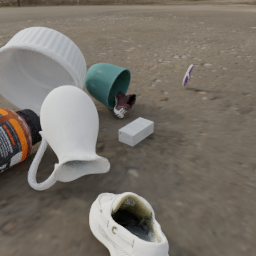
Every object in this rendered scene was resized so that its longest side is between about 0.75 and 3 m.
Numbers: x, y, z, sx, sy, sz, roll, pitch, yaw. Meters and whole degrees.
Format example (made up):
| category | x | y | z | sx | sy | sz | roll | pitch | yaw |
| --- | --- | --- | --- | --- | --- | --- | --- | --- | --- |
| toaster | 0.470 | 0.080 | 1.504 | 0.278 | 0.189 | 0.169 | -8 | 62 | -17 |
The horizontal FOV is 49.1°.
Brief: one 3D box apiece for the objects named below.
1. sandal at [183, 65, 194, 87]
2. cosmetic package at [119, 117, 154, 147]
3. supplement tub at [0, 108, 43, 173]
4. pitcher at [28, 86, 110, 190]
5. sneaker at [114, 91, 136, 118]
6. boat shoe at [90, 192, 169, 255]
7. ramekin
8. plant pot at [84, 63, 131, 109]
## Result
| category | x | y | z | sx | sy | sz | roll | pitch | yaw |
| --- | --- | --- | --- | --- | --- | --- | --- | --- | --- |
| sandal | 2.273 | -1.927 | 10.461 | 0.214 | 0.873 | 0.355 | 31 | 30 | 25 |
| cosmetic package | 0.226 | 0.087 | 7.366 | 0.479 | 0.337 | 0.945 | 21 | 35 | 33 |
| supplement tub | -2.945 | 0.373 | 5.818 | 1.299 | 1.299 | 2.429 | 18 | 32 | 30 |
| pitcher | -1.393 | 0.193 | 5.894 | 1.719 | 1.214 | 2.003 | -22 | 57 | 6 |
| sneaker | -0.025 | -0.879 | 8.609 | 0.485 | 0.741 | 1.282 | 37 | 30 | -26 |
| boat shoe | 0.021 | 1.315 | 3.994 | 0.853 | 0.835 | 2.410 | 5 | 7 | -20 |
| ramekin | -2.374 | -1.551 | 7.849 | 2.501 | 2.501 | 1.219 | 4 | 51 | 8 |
| plant pot | -0.714 | -1.427 | 8.844 | 1.076 | 1.341 | 1.341 | 27 | 36 | 16 |
